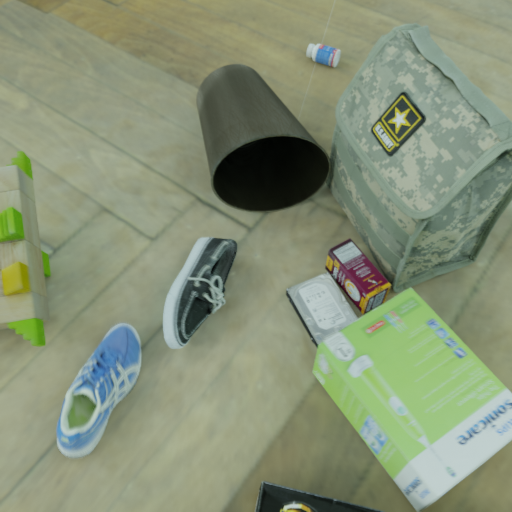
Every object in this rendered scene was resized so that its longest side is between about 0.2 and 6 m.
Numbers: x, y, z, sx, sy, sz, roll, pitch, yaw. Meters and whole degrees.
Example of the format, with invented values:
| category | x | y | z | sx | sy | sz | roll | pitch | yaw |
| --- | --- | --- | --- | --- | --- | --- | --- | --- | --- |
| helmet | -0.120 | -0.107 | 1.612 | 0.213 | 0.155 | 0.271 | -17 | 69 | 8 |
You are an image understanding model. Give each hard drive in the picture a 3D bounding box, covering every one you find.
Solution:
| category | x | y | z | sx | sy | sz | roll | pitch | yaw |
| --- | --- | --- | --- | --- | --- | --- | --- | --- | --- |
| hard drive | 1.043 | 0.845 | 8.691 | 0.778 | 0.211 | 1.114 | -20 | 59 | -13 |

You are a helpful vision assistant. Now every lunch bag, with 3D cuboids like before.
| category | x | y | z | sx | sy | sz | roll | pitch | yaw |
| --- | --- | --- | --- | --- | --- | --- | --- | --- | --- |
| lunch bag | 2.419 | -1.442 | 8.429 | 1.894 | 3.222 | 2.642 | -19 | 58 | -13 |

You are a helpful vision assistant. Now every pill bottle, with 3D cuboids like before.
| category | x | y | z | sx | sy | sz | roll | pitch | yaw |
| --- | --- | --- | --- | --- | --- | --- | --- | --- | --- |
| pill bottle | 1.453 | -4.375 | 12.168 | 0.681 | 0.382 | 0.382 | 21 | 58 | 13 |

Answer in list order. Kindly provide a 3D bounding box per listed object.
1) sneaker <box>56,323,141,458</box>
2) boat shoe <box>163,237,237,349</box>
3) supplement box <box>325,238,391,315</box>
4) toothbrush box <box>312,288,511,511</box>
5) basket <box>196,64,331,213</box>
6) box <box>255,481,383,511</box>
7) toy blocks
| category | x | y | z | sx | sy | sz | roll | pitch | yaw |
| --- | --- | --- | --- | --- | --- | --- | --- | --- | --- |
| sneaker | -2.106 | 1.770 | 7.674 | 0.730 | 0.742 | 1.927 | 18 | 59 | 1 |
| boat shoe | -0.778 | 0.529 | 8.559 | 0.688 | 0.744 | 2.015 | 0 | 44 | 24 |
| supplement box | 1.582 | 0.322 | 8.820 | 0.446 | 0.575 | 1.042 | -27 | 60 | -17 |
| toothbrush box | 2.118 | 1.847 | 7.512 | 1.681 | 0.994 | 2.309 | -29 | 59 | -19 |
| basket | -0.120 | -2.178 | 9.935 | 2.173 | 1.639 | 2.410 | -1 | 47 | -29 |
| box | 1.285 | 4.173 | 6.068 | 3.171 | 0.782 | 2.532 | 11 | 55 | 7 |
| toy blocks | -4.382 | 0.003 | 8.363 | 2.091 | 1.529 | 3.059 | -9 | 80 | -5 |
